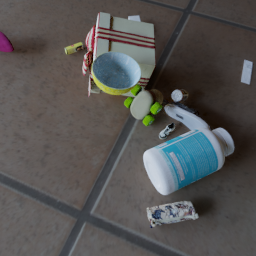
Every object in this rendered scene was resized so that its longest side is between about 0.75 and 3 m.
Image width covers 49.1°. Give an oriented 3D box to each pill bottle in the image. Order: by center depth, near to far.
[{"bbox_3d":[2.150,1.008,9.721,2.955,1.637,1.637,-22,62,-12],"label":"pill bottle"},{"bbox_3d":[2.185,-1.354,11.593,0.482,0.482,0.871,40,26,21],"label":"pill bottle"}]

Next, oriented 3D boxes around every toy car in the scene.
[{"bbox_3d":[0.946,-1.083,11.484,1.359,1.305,1.655,45,40,17],"label":"toy car"}]

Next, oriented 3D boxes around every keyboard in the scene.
[{"bbox_3d":[5.425,-2.559,12.756,0.392,0.074,1.392,16,61,9],"label":"keyboard"}]

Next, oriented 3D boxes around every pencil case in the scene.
[{"bbox_3d":[1.448,2.835,9.211,1.598,0.622,0.715,-8,31,-5],"label":"pencil case"}]

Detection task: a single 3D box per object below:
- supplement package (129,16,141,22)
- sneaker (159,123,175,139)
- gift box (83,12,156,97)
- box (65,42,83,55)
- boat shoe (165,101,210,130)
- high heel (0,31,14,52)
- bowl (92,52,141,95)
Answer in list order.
[{"bbox_3d":[0.356,-5.084,13.974,0.544,0.546,0.931,-7,60,-4],"label":"supplement package"},{"bbox_3d":[1.528,0.087,11.020,0.315,0.365,0.832,39,68,18],"label":"sneaker"},{"bbox_3d":[-0.504,-2.683,11.463,2.612,2.797,2.581,8,56,-12],"label":"gift box"},{"bbox_3d":[-2.567,-3.793,13.348,0.853,0.321,0.214,-24,62,-12],"label":"box"},{"bbox_3d":[2.435,-0.484,11.071,0.699,0.737,2.109,-36,47,-26],"label":"boat shoe"},{"bbox_3d":[-6.634,-3.892,12.992,2.991,1.008,1.438,23,51,30],"label":"high heel"},{"bbox_3d":[-0.425,-1.639,9.233,1.602,0.862,1.602,6,58,-9],"label":"bowl"}]
